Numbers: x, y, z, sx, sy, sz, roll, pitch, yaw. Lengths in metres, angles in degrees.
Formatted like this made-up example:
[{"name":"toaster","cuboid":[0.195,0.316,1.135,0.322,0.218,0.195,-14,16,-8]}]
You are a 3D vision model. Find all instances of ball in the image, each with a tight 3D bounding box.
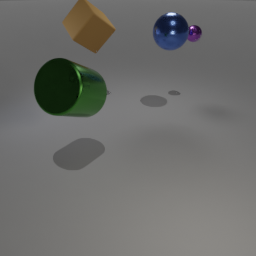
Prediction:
[{"name":"ball","cuboid":[1.661,-3.737,10.888,1.400,1.400,1.400,0,28,0]},{"name":"ball","cuboid":[2.843,-4.085,12.119,0.700,0.700,0.700,0,28,0]}]

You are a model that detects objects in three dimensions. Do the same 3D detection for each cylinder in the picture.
[{"name":"cylinder","cuboid":[-1.467,-0.993,7.357,1.400,1.400,1.400,12,5,21]}]

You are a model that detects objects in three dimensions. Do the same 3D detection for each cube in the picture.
[{"name":"cube","cuboid":[-1.665,-4.338,11.905,1.400,1.400,1.400,18,33,-51]}]
